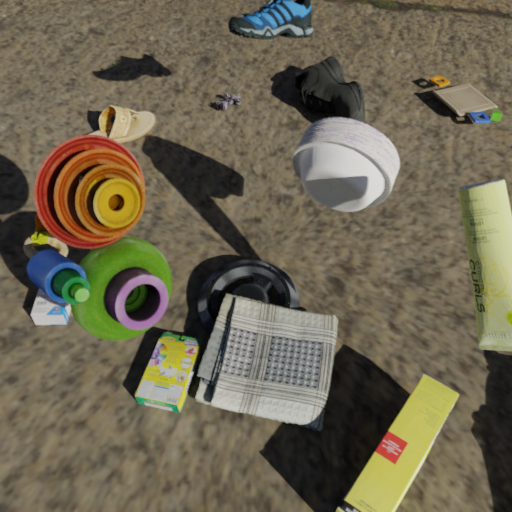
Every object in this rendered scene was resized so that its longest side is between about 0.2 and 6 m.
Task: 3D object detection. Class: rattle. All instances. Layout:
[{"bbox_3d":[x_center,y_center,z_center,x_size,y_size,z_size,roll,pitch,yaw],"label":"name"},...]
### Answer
[{"bbox_3d":[-2.906,-0.132,7.932,0.633,0.695,0.973,26,25,-34],"label":"rattle"}]

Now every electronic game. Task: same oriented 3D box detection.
[{"bbox_3d":[-0.138,0.864,10.267,1.875,0.390,1.875,0,55,0],"label":"electronic game"}]

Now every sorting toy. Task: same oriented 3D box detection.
[{"bbox_3d":[-1.903,0.028,7.319,1.852,3.083,1.265,-31,32,-27],"label":"sorting toy"},{"bbox_3d":[5.543,-4.126,15.004,1.343,0.325,2.385,-13,49,-18],"label":"sorting toy"}]

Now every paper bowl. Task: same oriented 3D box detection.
[{"bbox_3d":[1.399,-1.365,9.123,1.683,1.683,0.875,18,67,16],"label":"paper bowl"}]

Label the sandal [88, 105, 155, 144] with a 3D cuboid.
[{"bbox_3d":[-3.550,-3.267,13.824,0.938,0.841,2.558,35,56,28],"label":"sandal"}]

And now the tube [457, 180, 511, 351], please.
[{"bbox_3d":[2.923,0.159,6.818,0.553,2.131,0.618,-12,7,3],"label":"tube"}]

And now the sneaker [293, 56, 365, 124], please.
[{"bbox_3d":[1.885,-4.085,14.568,1.393,1.165,3.069,-17,41,-5],"label":"sneaker"}]

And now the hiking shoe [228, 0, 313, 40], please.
[{"bbox_3d":[0.270,-4.637,10.784,1.934,0.838,0.719,-18,32,-34],"label":"hiking shoe"}]

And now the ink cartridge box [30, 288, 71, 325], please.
[{"bbox_3d":[-3.727,0.854,10.325,0.589,0.340,0.807,0,47,0],"label":"ink cartridge box"}]

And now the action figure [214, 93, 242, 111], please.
[{"bbox_3d":[-0.705,-4.158,15.043,0.567,0.302,0.872,26,49,30],"label":"action figure"}]

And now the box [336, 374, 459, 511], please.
[{"bbox_3d":[2.016,2.918,8.009,0.627,0.942,2.504,30,55,25],"label":"box"}]

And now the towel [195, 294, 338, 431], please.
[{"bbox_3d":[0.198,1.671,9.281,2.141,0.370,2.062,10,59,7],"label":"towel"}]

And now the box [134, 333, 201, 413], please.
[{"bbox_3d":[-1.429,1.909,9.372,0.768,0.316,1.308,10,50,10],"label":"box"}]
